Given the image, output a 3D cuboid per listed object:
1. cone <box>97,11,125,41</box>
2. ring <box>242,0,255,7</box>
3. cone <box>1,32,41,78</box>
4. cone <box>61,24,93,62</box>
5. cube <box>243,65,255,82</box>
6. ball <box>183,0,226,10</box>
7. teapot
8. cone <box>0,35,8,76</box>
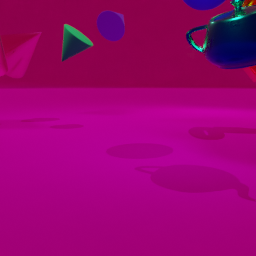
[{"bbox_3d":[-0.391,-3.802,9.907,1.062,1.062,1.066,5,42,27],"label":"cone"},{"bbox_3d":[3.716,-3.651,8.503,0.409,2.043,2.043,39,17,7],"label":"ring"},{"bbox_3d":[-3.419,-2.705,9.147,1.597,1.591,1.591,-26,0,20],"label":"cone"},{"bbox_3d":[-2.363,-3.245,11.461,1.344,1.349,1.344,34,20,-14],"label":"cone"},{"bbox_3d":[4.066,-2.157,8.701,0.937,0.937,0.937,-35,-18,15],"label":"cube"},{"bbox_3d":[1.788,-3.401,6.406,1.313,1.313,1.313,0,9,0],"label":"ball"},{"bbox_3d":[1.851,-1.535,4.393,1.998,0.979,1.243,1,31,37],"label":"teapot"},{"bbox_3d":[-3.331,-2.203,6.461,1.476,1.481,1.476,25,29,-15],"label":"cone"}]
